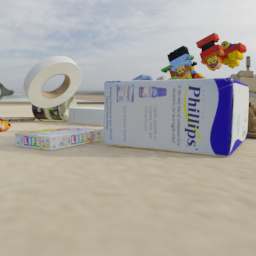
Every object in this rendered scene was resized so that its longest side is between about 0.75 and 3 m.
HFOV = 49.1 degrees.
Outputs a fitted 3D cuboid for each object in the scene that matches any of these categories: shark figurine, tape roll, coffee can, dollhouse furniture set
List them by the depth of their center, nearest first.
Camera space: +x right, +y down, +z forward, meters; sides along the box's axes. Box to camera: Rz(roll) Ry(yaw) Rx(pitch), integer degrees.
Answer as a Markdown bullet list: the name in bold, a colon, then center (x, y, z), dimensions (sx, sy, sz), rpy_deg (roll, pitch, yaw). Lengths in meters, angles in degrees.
- **tape roll**: center (-2.449, -1.482, 9.271), dimensions (1.971, 1.971, 0.360), rpy_deg (-7, 49, -49)
- **dollhouse furniture set**: center (4.293, -0.887, 9.508), dimensions (1.684, 1.966, 2.067), rpy_deg (5, -9, 4)
- **shark figurine**: center (-5.145, -0.619, 9.901), dimensions (2.386, 1.426, 0.996), rpy_deg (-26, 58, -23)
- **coffee can**: center (-2.899, -0.789, 11.087), dimensions (1.433, 1.048, 1.048), rpy_deg (3, 6, 27)

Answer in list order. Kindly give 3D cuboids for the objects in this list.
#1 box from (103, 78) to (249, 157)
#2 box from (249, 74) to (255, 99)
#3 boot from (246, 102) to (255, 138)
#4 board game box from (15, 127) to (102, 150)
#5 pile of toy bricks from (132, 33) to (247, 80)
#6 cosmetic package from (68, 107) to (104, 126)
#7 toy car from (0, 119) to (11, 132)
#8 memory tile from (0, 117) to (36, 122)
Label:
- **box**: center (1.001, -0.294, 5.377), dimensions (2.256, 1.183, 2.074), rpy_deg (4, 7, 28)
- **box**: center (5.222, -1.016, 9.775), dimensions (1.507, 1.760, 1.751), rpy_deg (-5, 8, -31)
- **boot**: center (2.780, -0.268, 6.505), dimensions (2.519, 0.950, 0.927), rpy_deg (4, 5, 28)
- **board game box**: center (-1.293, 0.176, 5.448), dimensions (0.941, 0.240, 1.400), rpy_deg (4, 7, 32)
- **pile of toy bricks**: center (1.381, -0.915, 6.679), dimensions (2.875, 1.419, 1.595), rpy_deg (-22, -10, 38)
- **cosmetic package**: center (-0.731, -0.478, 10.386), dimensions (1.775, 0.608, 2.354), rpy_deg (8, 9, 37)
- **toy car**: center (-3.600, 0.042, 7.481), dimensions (0.896, 0.439, 0.298), rpy_deg (-15, 46, 15)
- **memory tile**: center (-4.638, -0.338, 11.202), dimensions (1.797, 0.151, 1.377), rpy_deg (-1, 6, -13)
